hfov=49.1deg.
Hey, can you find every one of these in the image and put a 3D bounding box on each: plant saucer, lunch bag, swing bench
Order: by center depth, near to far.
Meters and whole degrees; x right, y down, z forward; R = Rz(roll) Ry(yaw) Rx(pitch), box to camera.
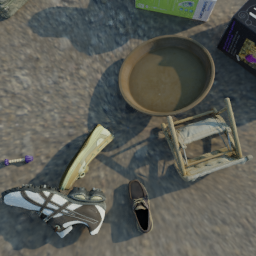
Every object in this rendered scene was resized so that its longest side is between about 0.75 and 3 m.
[{"bbox_3d":[2.047,0.366,7.593,1.755,1.145,1.765,-17,81,-5],"label":"swing bench"},{"bbox_3d":[1.055,-1.476,7.972,2.699,0.398,2.699,-6,65,12],"label":"plant saucer"},{"bbox_3d":[-3.866,-4.536,8.719,1.174,1.413,1.684,39,78,10],"label":"lunch bag"}]

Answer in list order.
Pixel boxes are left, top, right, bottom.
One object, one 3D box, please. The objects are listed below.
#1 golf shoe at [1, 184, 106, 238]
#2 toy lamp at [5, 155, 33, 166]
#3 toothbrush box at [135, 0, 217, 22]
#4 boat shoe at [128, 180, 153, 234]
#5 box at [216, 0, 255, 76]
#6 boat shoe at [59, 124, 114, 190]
[{"bbox_3d":[-1.936,2.113,7.143,2.722,1.058,1.286,3,75,2],"label":"golf shoe"},{"bbox_3d":[-3.063,0.915,7.889,0.758,0.221,0.221,-10,75,-2],"label":"toy lamp"},{"bbox_3d":[1.606,-4.677,8.949,2.461,1.059,1.792,13,76,2],"label":"toothbrush box"},{"bbox_3d":[0.357,2.055,7.418,0.534,0.526,1.434,-17,76,-4],"label":"boat shoe"},{"bbox_3d":[4.434,-2.443,8.073,2.961,1.570,1.810,42,79,10],"label":"box"},{"bbox_3d":[-1.108,0.853,7.574,0.644,0.746,2.046,36,62,-11],"label":"boat shoe"}]
